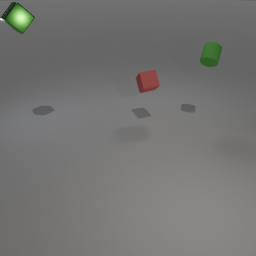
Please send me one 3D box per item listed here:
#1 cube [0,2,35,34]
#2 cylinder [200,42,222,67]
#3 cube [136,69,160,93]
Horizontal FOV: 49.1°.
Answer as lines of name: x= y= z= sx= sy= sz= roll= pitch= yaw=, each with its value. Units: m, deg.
cube: x=-3.633 y=-3.615 z=9.202 sx=0.700 sy=0.700 sz=0.700 roll=-55 pitch=39 yaw=-2
cylinder: x=3.193 y=-2.823 z=10.785 sx=0.700 sy=0.700 sz=0.700 roll=18 pitch=-13 yaw=4
cube: x=0.791 y=-1.883 z=11.358 sx=0.700 sy=0.700 sz=0.700 roll=-14 pitch=-4 yaw=-13
